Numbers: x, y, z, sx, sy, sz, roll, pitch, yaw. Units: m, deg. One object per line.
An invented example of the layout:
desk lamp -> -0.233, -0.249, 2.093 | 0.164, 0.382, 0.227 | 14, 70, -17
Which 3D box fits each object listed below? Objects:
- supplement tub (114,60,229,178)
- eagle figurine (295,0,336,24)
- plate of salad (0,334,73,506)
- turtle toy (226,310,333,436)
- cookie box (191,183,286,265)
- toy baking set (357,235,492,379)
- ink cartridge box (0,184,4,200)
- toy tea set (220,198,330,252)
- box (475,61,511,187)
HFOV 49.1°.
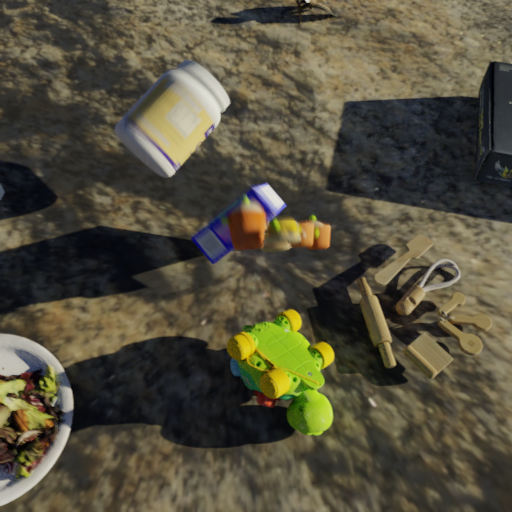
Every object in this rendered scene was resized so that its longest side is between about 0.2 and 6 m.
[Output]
supplement tub -> -1.530, -2.540, 10.371 | 1.353, 1.353, 1.861 | 38, 83, 25
eagle figurine -> 1.604, -6.766, 14.997 | 1.058, 0.803, 0.798 | -11, 34, -1
plate of salad -> -4.005, 2.324, 8.131 | 2.567, 0.617, 2.567 | 2, 63, -4
turtle toy -> 0.418, 1.797, 8.464 | 1.446, 1.003, 1.985 | -19, 55, -43
cookie box -> -0.258, -0.596, 9.615 | 1.357, 1.586, 0.596 | -37, 92, 13
toy baking set -> 2.789, 0.841, 9.660 | 2.065, 0.313, 2.690 | -10, 54, -11
ink cartridge box -> -5.541, -1.181, 11.070 | 0.848, 0.358, 0.620 | 4, 54, 3
toy tea set -> 0.401, -0.500, 8.756 | 1.217, 2.047, 0.758 | -7, 85, 28
box -> 6.638, -2.551, 11.683 | 3.816, 0.973, 3.009 | 12, 56, 9
